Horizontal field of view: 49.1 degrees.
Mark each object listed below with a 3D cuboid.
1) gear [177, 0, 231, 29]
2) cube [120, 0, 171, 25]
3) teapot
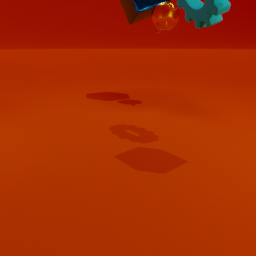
[{"bbox_3d":[1.347,-2.693,5.303,0.280,1.515,1.515,-25,23,-11],"label":"gear"},{"bbox_3d":[0.520,-4.655,9.875,1.295,1.295,1.295,-25,6,-11],"label":"cube"},{"bbox_3d":[1.243,-3.587,9.078,0.946,0.745,1.522,7,-17,-15],"label":"teapot"}]
